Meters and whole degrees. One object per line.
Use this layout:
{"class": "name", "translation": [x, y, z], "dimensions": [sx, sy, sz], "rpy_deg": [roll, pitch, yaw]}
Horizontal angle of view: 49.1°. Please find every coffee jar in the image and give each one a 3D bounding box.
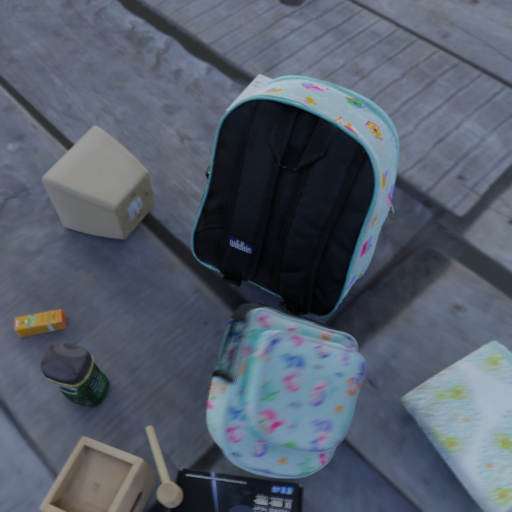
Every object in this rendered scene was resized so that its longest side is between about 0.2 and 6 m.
{"class": "coffee jar", "translation": [-3.021, 1.994, 9.395], "dimensions": [0.779, 1.493, 0.637], "rpy_deg": [13, 60, 9]}

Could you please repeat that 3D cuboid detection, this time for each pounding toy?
{"class": "pounding toy", "translation": [-1.941, 3.540, 8.647], "dimensions": [1.924, 0.880, 1.690], "rpy_deg": [11, 54, 23]}

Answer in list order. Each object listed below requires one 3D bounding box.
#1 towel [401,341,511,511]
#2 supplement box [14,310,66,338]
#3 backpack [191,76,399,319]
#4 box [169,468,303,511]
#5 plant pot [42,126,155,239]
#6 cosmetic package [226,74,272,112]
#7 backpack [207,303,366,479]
{"class": "towel", "translation": [3.925, 2.768, 9.196], "dimensions": [2.030, 0.571, 2.371], "rpy_deg": [-27, 52, -10]}
{"class": "supplement box", "translation": [-4.073, 1.274, 10.573], "dimensions": [0.885, 0.304, 0.294], "rpy_deg": [-12, 56, -5]}
{"class": "backpack", "translation": [0.837, -1.252, 10.102], "dimensions": [3.330, 3.788, 2.904], "rpy_deg": [27, 46, 18]}
{"class": "box", "translation": [-0.341, 4.194, 8.388], "dimensions": [1.956, 0.842, 1.602], "rpy_deg": [7, 59, 4]}
{"class": "plant pot", "translation": [-3.022, -1.315, 11.424], "dimensions": [1.468, 1.656, 1.658], "rpy_deg": [26, 61, 14]}
{"class": "cosmetic package", "translation": [0.176, -3.661, 13.639], "dimensions": [1.175, 0.403, 1.558], "rpy_deg": [25, 60, 19]}
{"class": "backpack", "translation": [0.426, 2.177, 8.775], "dimensions": [2.192, 1.859, 2.469], "rpy_deg": [20, 87, -20]}
